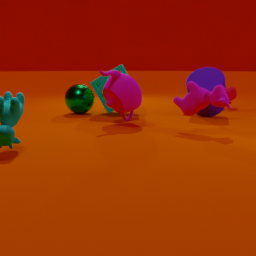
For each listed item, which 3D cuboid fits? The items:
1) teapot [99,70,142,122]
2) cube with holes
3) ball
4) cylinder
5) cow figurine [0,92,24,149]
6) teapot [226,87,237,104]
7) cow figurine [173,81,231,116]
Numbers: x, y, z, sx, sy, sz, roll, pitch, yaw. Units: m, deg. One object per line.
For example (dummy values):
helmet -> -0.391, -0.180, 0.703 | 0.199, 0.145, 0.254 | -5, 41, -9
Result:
teapot -> -0.269, -1.048, 8.574 | 1.017, 2.077, 1.291 | -41, 39, -22
cube with holes -> -0.464, -1.493, 10.496 | 1.282, 1.282, 1.282 | -29, 11, 7
ball -> -1.840, -1.110, 10.701 | 1.137, 1.137, 1.137 | 0, 13, 0
cylinder -> 2.797, -1.262, 9.944 | 1.281, 1.281, 1.281 | -11, 52, 14
cow figurine -> -2.538, -0.165, 5.987 | 0.598, 1.073, 1.090 | 4, 18, -7
teapot -> 4.305, -1.369, 12.080 | 1.392, 0.681, 0.865 | -28, 4, -38
cow figurine -> 2.009, -0.710, 7.506 | 1.232, 1.252, 0.687 | 48, 14, 25
